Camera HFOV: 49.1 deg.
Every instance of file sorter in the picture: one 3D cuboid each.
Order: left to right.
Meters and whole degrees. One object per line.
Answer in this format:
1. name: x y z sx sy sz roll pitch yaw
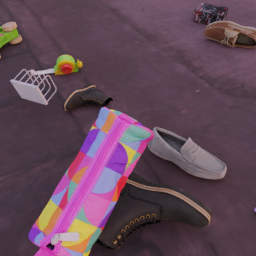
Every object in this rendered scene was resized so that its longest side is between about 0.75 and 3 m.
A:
1. file sorter: -2.883 -1.305 8.681 1.081 0.750 0.673 17 58 25

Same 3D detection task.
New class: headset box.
1. headset box: 3.844 -5.377 13.235 1.446 0.558 1.076 22 50 18

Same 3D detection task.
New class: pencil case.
1. pencil case: -0.652 1.055 5.258 1.296 1.296 2.933 25 81 22

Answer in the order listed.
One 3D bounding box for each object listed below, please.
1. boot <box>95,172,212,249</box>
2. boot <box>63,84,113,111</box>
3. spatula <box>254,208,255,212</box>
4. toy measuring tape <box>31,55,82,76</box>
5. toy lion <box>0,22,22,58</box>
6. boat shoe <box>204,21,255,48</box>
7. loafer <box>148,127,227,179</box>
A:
1. boot: 0.328 2.002 5.870 2.450 0.949 1.695 13 51 28
2. boot: -1.249 -0.840 8.832 0.968 0.542 1.400 32 54 22
3. spatula: 3.610 2.269 5.969 0.520 0.189 1.838 -23 50 -31
4. toy measuring tape: -2.593 -2.267 10.083 1.884 0.693 0.693 -7 46 -8
5. toy lion: -5.901 -3.453 11.308 2.292 0.821 2.391 8 45 18
6. boat shoe: 4.278 -3.800 11.500 2.297 0.870 0.825 10 48 12
7. loafer: 1.499 0.626 7.165 2.120 0.740 0.741 23 44 17
